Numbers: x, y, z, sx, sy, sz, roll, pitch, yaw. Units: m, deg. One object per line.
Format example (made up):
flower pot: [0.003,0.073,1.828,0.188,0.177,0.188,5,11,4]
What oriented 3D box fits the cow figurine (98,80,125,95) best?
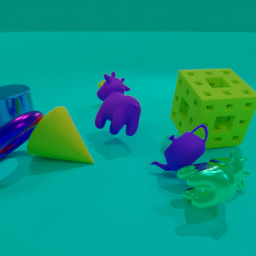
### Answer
cow figurine: [-0.547,-1.175,10.001,0.787,1.435,1.412,-29,-12,-12]

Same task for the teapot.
teapot: [1.037,0.450,5.558,0.680,1.388,0.863,49,16,11]

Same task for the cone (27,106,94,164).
cone: [-1.276,0.414,6.214,1.307,1.302,1.302,34,29,9]

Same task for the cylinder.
cylinder: [-3.190,-0.510,7.766,1.122,1.122,1.122,-2,28,1]

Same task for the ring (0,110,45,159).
ring: [-2.466,0.201,5.941,1.656,0.331,1.656,-39,3,2]

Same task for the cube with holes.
cube with holes: [2.014,-0.496,6.865,1.398,1.398,1.398,-4,38,-12]

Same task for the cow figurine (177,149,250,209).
cow figurine: [1.558,0.839,4.727,1.363,0.761,1.386,-13,-2,-3]

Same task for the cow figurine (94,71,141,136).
cow figurine: [-0.230,-0.678,7.206,0.936,1.678,1.706,25,-13,-35]
